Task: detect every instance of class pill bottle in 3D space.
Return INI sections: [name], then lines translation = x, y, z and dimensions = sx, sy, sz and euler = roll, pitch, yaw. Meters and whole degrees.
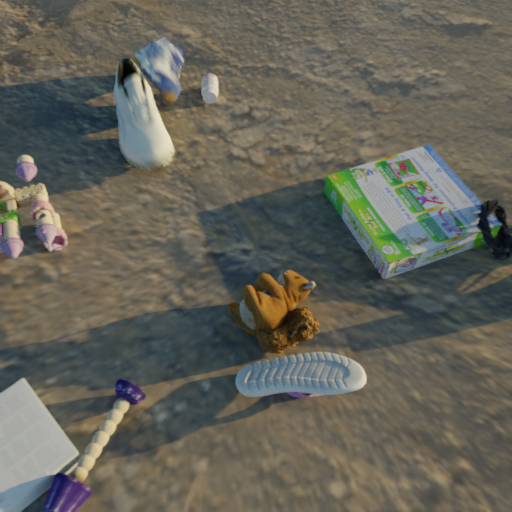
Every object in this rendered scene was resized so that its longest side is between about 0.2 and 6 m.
[pill bottle]
translation = -1.085, -3.896, 13.073
dimensions = 0.391, 0.391, 0.689
euler = -2, 51, -2

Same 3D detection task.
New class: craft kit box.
[craft kit box]
translation = 2.882, -0.920, 10.643
dimensions = 2.378, 0.584, 2.407
euler = -16, 53, -15

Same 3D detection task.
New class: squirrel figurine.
[squirrel figurine]
translation = 0.446, 0.874, 9.121
dimensions = 1.258, 0.954, 1.348
euler = -25, 69, -31

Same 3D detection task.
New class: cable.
[cable]
translation = 4.299, -0.541, 10.177
dimensions = 0.949, 0.296, 1.164
euler = 29, 58, -29

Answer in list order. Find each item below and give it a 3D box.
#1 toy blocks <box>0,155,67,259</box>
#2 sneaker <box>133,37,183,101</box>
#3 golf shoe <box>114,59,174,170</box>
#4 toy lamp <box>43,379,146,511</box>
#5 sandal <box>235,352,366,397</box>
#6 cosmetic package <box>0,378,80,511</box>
[toy blocks]
translation = -4.290, -0.533, 9.430
dimensions = 1.790, 1.916, 1.613
euler = -16, 47, -12
[sneaker]
translation = -2.090, -4.378, 12.756
dimensions = 1.009, 0.861, 2.289
euler = -38, 47, 5
[golf shoe]
translation = -2.525, -3.006, 11.756
dimensions = 1.090, 1.354, 2.785
euler = -19, 55, -11
[toy lamp]
translation = -2.224, 2.671, 7.784
dimensions = 0.567, 0.567, 1.949
euler = 19, 55, 15
[sandal]
translation = 0.678, 1.881, 8.493
dimensions = 1.956, 0.481, 0.796
euler = -3, 35, 13
[cosmetic package]
translation = -3.375, 2.667, 7.871
dimensions = 1.168, 0.400, 1.549
euler = -35, 60, -26
